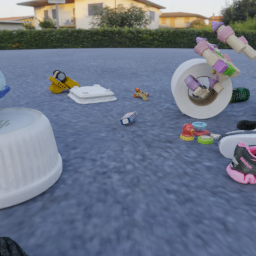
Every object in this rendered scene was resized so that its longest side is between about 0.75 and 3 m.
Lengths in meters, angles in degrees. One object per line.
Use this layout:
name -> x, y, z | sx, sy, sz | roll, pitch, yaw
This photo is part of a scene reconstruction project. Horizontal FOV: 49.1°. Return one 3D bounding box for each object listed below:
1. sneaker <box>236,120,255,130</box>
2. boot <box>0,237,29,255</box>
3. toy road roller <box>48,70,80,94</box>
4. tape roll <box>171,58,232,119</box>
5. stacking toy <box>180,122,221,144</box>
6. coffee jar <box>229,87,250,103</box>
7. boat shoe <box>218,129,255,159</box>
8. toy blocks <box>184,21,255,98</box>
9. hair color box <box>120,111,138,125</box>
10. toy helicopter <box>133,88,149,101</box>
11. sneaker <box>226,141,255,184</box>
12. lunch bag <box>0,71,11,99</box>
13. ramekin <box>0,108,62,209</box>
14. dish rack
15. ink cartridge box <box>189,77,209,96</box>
sneaker -> 4.100, -0.065, 9.043 | 1.051, 0.316, 0.548 | -3, 15, -18
boot -> -1.345, 2.021, 2.124 | 1.942, 0.977, 2.597 | 17, 15, 24
toy road roller -> -3.371, -2.191, 14.434 | 1.564, 1.142, 0.961 | 32, 1, -33
tape roll -> 2.692, -1.513, 10.520 | 2.057, 2.057, 1.413 | 1, 20, 4
stacking toy -> 2.209, 0.076, 8.451 | 0.973, 0.454, 1.075 | 16, 26, 39
coffee jar -> 4.655, -1.470, 12.530 | 1.447, 0.617, 0.754 | -9, 22, -23
boat shoe -> 3.491, 0.396, 7.173 | 2.266, 0.813, 0.768 | -3, 20, 14
toy blocks -> 2.612, -2.284, 8.929 | 1.933, 2.069, 1.741 | -6, 53, -53
hair color box -> 0.035, -0.353, 9.807 | 0.376, 0.227, 0.751 | -13, 14, 24
toy helicopter -> 0.735, -1.515, 13.186 | 0.704, 0.420, 1.064 | 2, 28, -22
sneaker -> 3.207, 0.697, 5.978 | 2.034, 0.970, 0.803 | 3, 18, 3
lunch bag -> -3.464, -0.726, 5.764 | 1.613, 0.827, 2.007 | -36, 28, -30
ramekin -> -2.741, 0.466, 5.942 | 2.536, 1.331, 2.536 | -2, 21, 1
dish rack -> -1.751, -1.678, 13.362 | 1.908, 0.484, 2.223 | -10, 21, -24
ink cartridge box -> 3.782, -2.422, 14.316 | 2.066, 1.193, 2.830 | 10, 22, 25
